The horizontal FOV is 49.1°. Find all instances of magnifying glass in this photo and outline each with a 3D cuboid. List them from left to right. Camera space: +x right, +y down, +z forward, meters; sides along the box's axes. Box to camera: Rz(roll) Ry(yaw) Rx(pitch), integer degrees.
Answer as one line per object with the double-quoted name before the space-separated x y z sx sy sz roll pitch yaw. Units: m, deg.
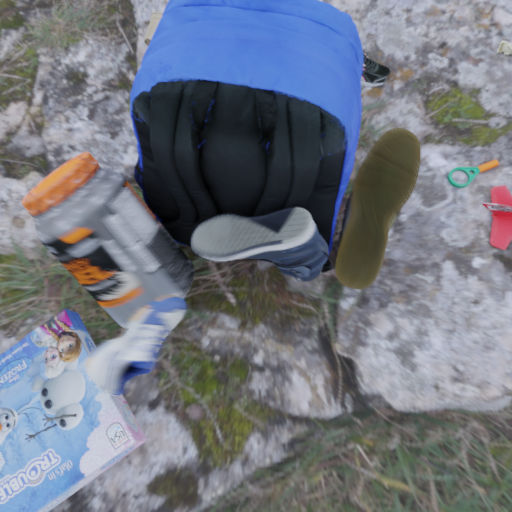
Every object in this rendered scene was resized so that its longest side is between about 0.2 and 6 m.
"magnifying glass" 4.735 -1.830 12.203 1.200 0.134 0.478 -21 68 -10

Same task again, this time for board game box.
"board game box" -3.667 2.775 9.600 2.696 0.585 2.683 -36 71 0

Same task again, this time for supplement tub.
"supplement tub" -2.547 -0.258 9.810 1.768 1.768 2.885 -44 116 -17

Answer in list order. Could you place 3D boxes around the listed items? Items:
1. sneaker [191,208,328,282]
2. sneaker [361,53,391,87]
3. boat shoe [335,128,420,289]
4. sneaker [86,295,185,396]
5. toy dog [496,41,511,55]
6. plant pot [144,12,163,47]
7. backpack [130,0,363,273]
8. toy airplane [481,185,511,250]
"sneaker" 0.129 -0.080 9.195 2.127 1.537 0.809 -4 66 24
"sneaker" 2.379 -4.487 13.068 1.578 0.681 0.634 18 69 7
"boat shoe" 2.073 -0.853 10.136 1.046 0.962 2.928 18 92 -5
"sneaker" -1.712 1.420 8.712 1.835 0.691 0.809 -43 50 -10
"toy dog" 6.086 -5.003 13.538 0.440 0.307 0.427 22 32 11
"plant pot" -2.335 -5.328 13.468 0.754 0.754 0.690 23 79 10
"backpack" -0.182 -2.421 9.913 3.864 4.755 3.990 6 66 4
"toy airplane" 6.147 -0.692 11.440 3.245 0.597 3.245 0 70 1
